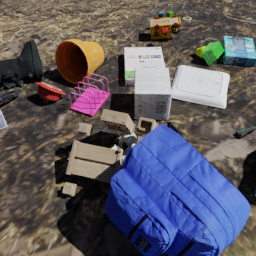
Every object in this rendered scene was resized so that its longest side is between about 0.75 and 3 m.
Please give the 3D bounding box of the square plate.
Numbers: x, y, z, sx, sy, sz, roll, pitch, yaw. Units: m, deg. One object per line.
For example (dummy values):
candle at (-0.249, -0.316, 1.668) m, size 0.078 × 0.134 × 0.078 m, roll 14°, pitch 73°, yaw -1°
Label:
square plate at (2.966, -1.829, 11.496) m, size 2.265 × 0.325 × 2.287 m, roll 13°, pitch 48°, yaw 13°

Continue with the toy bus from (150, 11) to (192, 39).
toy bus at (1.948, -4.967, 14.021) m, size 1.740 × 0.953 × 1.844 m, roll -36°, pitch 51°, yaw -23°

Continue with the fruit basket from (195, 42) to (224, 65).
fruit basket at (3.663, -3.417, 12.842) m, size 1.166 × 0.841 × 1.166 m, roll -33°, pitch 16°, yaw 11°

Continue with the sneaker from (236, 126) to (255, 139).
sneaker at (4.088, 0.087, 9.708) m, size 0.757 × 0.286 × 0.300 m, roll -23°, pitch 49°, yaw -21°

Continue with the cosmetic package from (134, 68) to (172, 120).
cosmetic package at (0.866, -1.263, 10.284) m, size 1.276 × 1.283 × 1.534 m, roll 0°, pitch 46°, yaw 2°

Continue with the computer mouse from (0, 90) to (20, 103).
computer mouse at (-5.419, -0.701, 10.405) m, size 2.972 × 0.506 × 0.871 m, roll -28°, pitch 28°, yaw -29°

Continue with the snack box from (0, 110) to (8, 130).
snack box at (-5.152, 0.035, 9.468) m, size 1.929 × 0.693 × 0.234 m, roll -24°, pitch 52°, yaw -21°

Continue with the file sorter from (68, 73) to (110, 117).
file sorter at (-1.460, -1.314, 10.612) m, size 0.983 × 0.887 × 1.415 m, roll 18°, pitch 49°, yaw 17°

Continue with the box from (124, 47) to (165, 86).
box at (0.704, -2.750, 12.298) m, size 1.751 × 0.441 × 2.427 m, roll -1°, pitch 45°, yaw -1°

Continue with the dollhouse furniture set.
dollhouse furniture set at (-0.442, 0.940, 8.538) m, size 2.271 × 1.300 × 2.662 m, roll 11°, pitch 80°, yaw 12°

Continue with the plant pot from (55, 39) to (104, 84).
plant pot at (-1.859, -2.906, 11.727) m, size 1.725 × 1.725 × 1.580 m, roll 24°, pitch 35°, yaw 21°

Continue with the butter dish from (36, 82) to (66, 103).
butter dish at (-3.057, -1.290, 10.791) m, size 0.929 × 0.687 × 0.927 m, roll 28°, pitch 8°, yaw 27°

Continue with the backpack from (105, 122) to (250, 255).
backpack at (1.050, 1.886, 6.673) m, size 2.908 × 2.363 × 2.440 m, roll 40°, pitch 60°, yaw 19°

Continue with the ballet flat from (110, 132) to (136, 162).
ballet flat at (-0.248, 0.646, 8.949) m, size 0.666 × 0.616 × 1.976 m, roll 18°, pitch 49°, yaw 16°

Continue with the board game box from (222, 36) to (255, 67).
board game box at (5.168, -3.615, 13.096) m, size 1.378 × 0.428 × 1.825 m, roll 8°, pitch 47°, yaw 7°

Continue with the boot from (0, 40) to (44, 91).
boot at (-4.840, -2.750, 11.979) m, size 2.157 × 0.974 × 2.633 m, roll -15°, pitch 50°, yaw -10°
